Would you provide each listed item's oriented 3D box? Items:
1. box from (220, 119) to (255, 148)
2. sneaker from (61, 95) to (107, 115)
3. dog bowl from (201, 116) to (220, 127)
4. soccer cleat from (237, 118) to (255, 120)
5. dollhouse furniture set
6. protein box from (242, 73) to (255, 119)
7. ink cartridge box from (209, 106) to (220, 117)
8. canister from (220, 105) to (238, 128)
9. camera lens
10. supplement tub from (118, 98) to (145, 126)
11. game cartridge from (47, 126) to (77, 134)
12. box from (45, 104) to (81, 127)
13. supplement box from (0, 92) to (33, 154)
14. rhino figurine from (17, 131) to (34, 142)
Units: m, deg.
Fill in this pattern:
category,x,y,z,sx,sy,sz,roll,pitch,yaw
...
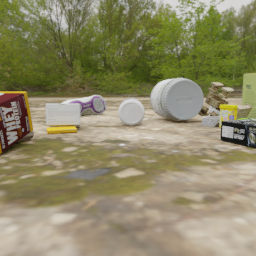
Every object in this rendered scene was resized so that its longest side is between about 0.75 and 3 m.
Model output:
category,x,y,z,sx,sy,sz,roll,pitch,yaw
box,3.241,0.118,7.243,1.049,0.552,1.281,-4,9,-26
sneaker,-2.467,-1.262,15.352,2.915,1.091,1.452,-8,11,-44
dog bowl,3.416,-0.258,10.891,1.093,0.321,1.093,0,7,0
soccer cleat,4.276,-0.105,9.655,1.364,0.460,0.553,-4,-17,2
dollhouse furniture set,4.123,-0.937,11.863,1.136,1.499,1.710,-9,38,-43
protein box,6.165,-1.310,11.992,1.404,2.081,2.066,-3,8,-20
ink cartridge box,4.996,-0.873,14.317,1.379,0.603,1.002,0,7,-7
canister,3.601,-0.408,10.064,0.618,0.832,0.360,8,11,44
camera lens,2.111,-1.282,12.529,1.843,1.843,2.304,-1,7,-11
supplement tub,0.131,-0.670,11.237,1.021,1.021,1.456,0,8,0
game cartridge,-2.186,0.067,9.217,0.932,0.151,0.821,-5,9,-16
box,-2.281,-0.441,9.987,1.151,0.756,1.157,-1,-2,-9
supplement box,-3.329,-0.168,6.479,1.535,1.033,1.556,2,21,11
rhino figurine,-2.962,0.211,7.394,0.483,0.330,1.105,16,18,24
